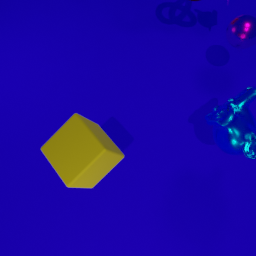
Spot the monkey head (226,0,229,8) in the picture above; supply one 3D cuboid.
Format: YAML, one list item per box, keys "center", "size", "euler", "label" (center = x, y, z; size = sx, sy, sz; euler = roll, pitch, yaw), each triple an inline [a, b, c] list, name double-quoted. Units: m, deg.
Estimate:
- center: [2.808, -4.049, 7.760]
  size: [0.720, 1.195, 0.860]
  euler: [-15, 24, 33]
  label: "monkey head"

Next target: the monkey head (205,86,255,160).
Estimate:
- center: [2.403, -0.105, 5.947]
  size: [1.377, 1.914, 1.153]
  euler: [-42, 95, 17]
  label: "monkey head"

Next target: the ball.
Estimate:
- center: [2.933, -2.440, 7.106]
  size: [0.844, 0.844, 0.844]
  euler: [0, 65, 0]
  label: "ball"

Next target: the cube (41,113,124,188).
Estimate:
- center: [-0.708, 0.395, 4.513]
  size: [0.811, 0.811, 0.811]
  euler: [-45, 68, 5]
  label: "cube"
